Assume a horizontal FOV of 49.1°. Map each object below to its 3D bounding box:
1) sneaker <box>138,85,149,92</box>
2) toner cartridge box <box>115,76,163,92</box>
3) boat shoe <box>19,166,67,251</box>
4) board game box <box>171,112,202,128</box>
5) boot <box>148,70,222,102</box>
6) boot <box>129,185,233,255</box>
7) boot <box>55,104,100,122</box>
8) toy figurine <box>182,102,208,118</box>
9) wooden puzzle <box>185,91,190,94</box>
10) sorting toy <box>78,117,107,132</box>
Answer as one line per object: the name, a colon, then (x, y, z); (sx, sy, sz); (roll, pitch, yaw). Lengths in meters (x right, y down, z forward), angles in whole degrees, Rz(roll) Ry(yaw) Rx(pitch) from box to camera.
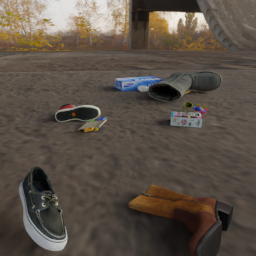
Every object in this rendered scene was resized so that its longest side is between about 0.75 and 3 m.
sneaker: (0.866, -1.901, 13.664); (0.809, 0.304, 0.358); (7, 7, 1)
toner cartridge box: (0.555, -2.278, 14.339); (2.252, 0.486, 1.070); (-8, 20, -21)
boat shoe: (-1.205, 1.062, 3.948); (0.504, 0.415, 1.467); (16, 16, -40)
board game box: (1.826, -0.281, 8.835); (0.932, 0.300, 0.688); (3, 19, 10)
boot: (2.610, -1.885, 12.350); (2.721, 1.086, 2.993); (1, 13, 23)
boot: (0.660, 1.244, 4.092); (1.447, 0.496, 1.362); (10, 22, 30)
boot: (-1.631, -0.596, 9.382); (1.439, 0.521, 1.038); (-4, 20, -1)
toy figurine: (2.428, -0.587, 9.860); (0.868, 0.458, 0.520); (18, -3, 36)
wooden puzzle: (2.350, -1.675, 13.121); (0.936, 0.109, 0.631); (13, 28, 30)
sorting toy: (-1.035, -0.048, 8.271); (0.721, 0.174, 1.280); (-8, 16, 17)
